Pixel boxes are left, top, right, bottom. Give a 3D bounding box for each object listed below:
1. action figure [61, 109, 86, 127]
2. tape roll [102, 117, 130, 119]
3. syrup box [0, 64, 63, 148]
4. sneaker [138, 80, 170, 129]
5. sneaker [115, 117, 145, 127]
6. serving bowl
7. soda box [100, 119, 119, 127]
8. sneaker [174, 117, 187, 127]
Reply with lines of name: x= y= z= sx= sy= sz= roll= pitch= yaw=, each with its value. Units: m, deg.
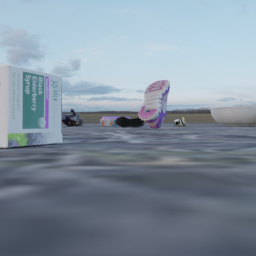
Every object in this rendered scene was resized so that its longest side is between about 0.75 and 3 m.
action figure: x=-2.619 y=-0.409 z=10.872 sx=1.460 sy=0.778 sz=2.244 roll=-10 pitch=-9 yaw=36
tape roll: x=-0.601 y=-0.340 z=14.224 sx=1.404 sy=0.461 sz=1.404 roll=0 pitch=2 yaw=0
syrup box: x=-1.307 y=-0.166 z=2.434 sx=1.472 sy=0.580 sz=0.599 roll=1 pitch=2 yaw=28
sneaker: x=0.742 y=-0.580 z=7.028 sx=0.620 sy=1.541 sz=0.681 roll=-6 pitch=-46 yaw=32
sneaker: x=0.069 y=-0.142 z=9.537 sx=0.989 sy=0.375 sz=0.433 roll=3 pitch=-14 yaw=9
serving bowl: x=4.912 y=-0.491 z=12.213 sx=2.535 sy=0.834 sz=2.535 roll=0 pitch=1 yaw=0
soda box: x=-0.726 y=-0.226 z=11.780 sx=1.027 sy=0.327 sz=0.351 roll=0 pitch=1 yaw=45
sneaker: x=2.000 y=-0.178 z=10.842 sx=0.429 sy=0.370 sz=0.979 roll=-13 pitch=-5 yaw=3
